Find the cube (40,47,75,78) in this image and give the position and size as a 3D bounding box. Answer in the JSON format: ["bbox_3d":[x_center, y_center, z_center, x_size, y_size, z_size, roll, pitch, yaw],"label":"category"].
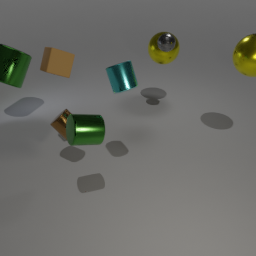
[{"bbox_3d":[-2.065,-1.911,8.157,0.700,0.700,0.700,10,10,-35],"label":"cube"}]

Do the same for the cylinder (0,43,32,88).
[{"bbox_3d":[-4.810,-2.501,11.345,1.400,1.400,1.400,20,3,-1],"label":"cylinder"}]

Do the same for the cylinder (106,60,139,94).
[{"bbox_3d":[-0.153,-1.326,7.323,0.700,0.700,0.700,-17,11,4],"label":"cylinder"}]

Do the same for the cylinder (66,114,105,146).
[{"bbox_3d":[-0.961,0.039,6.290,0.700,0.700,0.700,0,28,-28],"label":"cylinder"}]

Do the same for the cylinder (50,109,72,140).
[{"bbox_3d":[-1.895,-0.113,8.618,0.700,0.700,0.700,-39,17,14],"label":"cylinder"}]

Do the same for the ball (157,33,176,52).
[{"bbox_3d":[1.499,-3.325,10.904,0.700,0.700,0.700,0,31,0],"label":"ball"}]

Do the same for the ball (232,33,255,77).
[{"bbox_3d":[4.179,-2.383,9.218,1.400,1.400,1.400,0,31,0],"label":"ball"}]

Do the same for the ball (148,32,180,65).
[{"bbox_3d":[1.575,-3.517,12.364,1.400,1.400,1.400,0,31,0],"label":"ball"}]
